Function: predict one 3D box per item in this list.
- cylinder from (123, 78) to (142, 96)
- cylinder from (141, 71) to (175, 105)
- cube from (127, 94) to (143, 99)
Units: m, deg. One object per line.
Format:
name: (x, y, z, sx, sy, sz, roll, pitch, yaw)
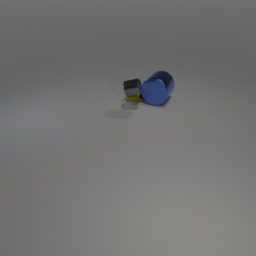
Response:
cylinder: (0.217, -1.858, 12.748, 0.700, 0.700, 0.700, -9, 27, 16)
cylinder: (1.524, -2.047, 14.192, 1.400, 1.400, 1.400, 11, 30, 19)
cube: (0.381, -1.835, 14.306, 0.700, 0.700, 0.700, 4, 10, 25)
